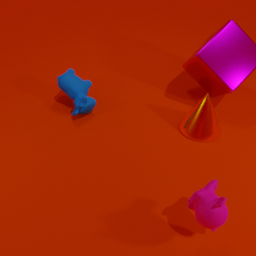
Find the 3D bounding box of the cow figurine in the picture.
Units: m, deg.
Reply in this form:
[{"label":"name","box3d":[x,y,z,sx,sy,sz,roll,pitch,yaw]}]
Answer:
[{"label":"cow figurine","box3d":[-1.459,-0.983,7.771,1.305,0.716,1.284,36,31,-10]}]

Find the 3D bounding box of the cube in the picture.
[{"label":"cube","box3d":[2.591,-1.841,7.756,1.364,1.364,1.364,44,87,-4]}]

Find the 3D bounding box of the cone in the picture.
[{"label":"cone","box3d":[1.899,-0.420,7.046,1.094,1.098,1.094,1,41,-1]}]

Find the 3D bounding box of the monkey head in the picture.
[{"label":"monkey head","box3d":[1.418,1.279,4.687,0.759,1.055,0.635,-38,54,-23]}]
